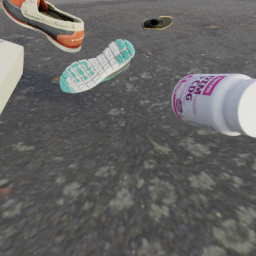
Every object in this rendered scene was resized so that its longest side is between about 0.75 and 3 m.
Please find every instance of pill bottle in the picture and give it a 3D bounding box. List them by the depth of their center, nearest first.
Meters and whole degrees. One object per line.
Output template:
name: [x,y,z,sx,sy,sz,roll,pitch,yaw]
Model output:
pill bottle: [1.964,-0.524,5.924,1.231,1.231,2.172,-13,14,-19]

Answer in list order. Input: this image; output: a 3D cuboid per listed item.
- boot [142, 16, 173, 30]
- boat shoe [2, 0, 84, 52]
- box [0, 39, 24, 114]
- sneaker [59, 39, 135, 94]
boot: [1.082,-3.496,9.307,1.087,0.421,0.752,-17,17,-10]
boat shoe: [-2.537,-3.381,8.348,2.959,0.926,1.053,35,49,11]
box: [-3.413,-0.990,6.808,0.880,1.058,2.574,17,49,-11]
sneaker: [-0.740,-1.415,7.221,2.070,0.944,0.803,-27,79,-3]
